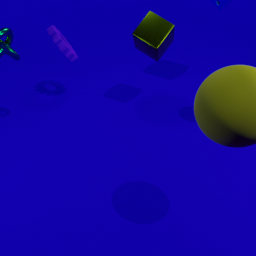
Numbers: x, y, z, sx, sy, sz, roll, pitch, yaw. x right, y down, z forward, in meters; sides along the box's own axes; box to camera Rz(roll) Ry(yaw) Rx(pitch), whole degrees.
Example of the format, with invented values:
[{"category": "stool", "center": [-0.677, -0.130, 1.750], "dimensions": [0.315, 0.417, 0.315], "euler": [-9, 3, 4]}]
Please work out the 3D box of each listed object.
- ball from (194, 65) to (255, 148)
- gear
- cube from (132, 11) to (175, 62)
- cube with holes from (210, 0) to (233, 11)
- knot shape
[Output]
[{"category": "ball", "center": [1.531, -0.301, 3.975], "dimensions": [1.161, 1.161, 1.161], "euler": [0, 35, 0]}, {"category": "gear", "center": [-2.141, -2.768, 9.237], "dimensions": [0.237, 1.281, 1.281], "euler": [-36, 38, 6]}, {"category": "cube", "center": [0.796, -2.799, 8.609], "dimensions": [0.920, 0.920, 0.920], "euler": [36, 86, 12]}, {"category": "cube with holes", "center": [3.294, -5.034, 9.219], "dimensions": [1.273, 1.273, 1.273], "euler": [-40, 85, -12]}, {"category": "knot shape", "center": [-3.320, -2.090, 7.286], "dimensions": [1.203, 1.126, 0.556], "euler": [-16, 69, 23]}]
